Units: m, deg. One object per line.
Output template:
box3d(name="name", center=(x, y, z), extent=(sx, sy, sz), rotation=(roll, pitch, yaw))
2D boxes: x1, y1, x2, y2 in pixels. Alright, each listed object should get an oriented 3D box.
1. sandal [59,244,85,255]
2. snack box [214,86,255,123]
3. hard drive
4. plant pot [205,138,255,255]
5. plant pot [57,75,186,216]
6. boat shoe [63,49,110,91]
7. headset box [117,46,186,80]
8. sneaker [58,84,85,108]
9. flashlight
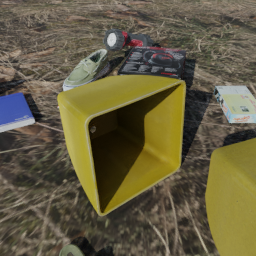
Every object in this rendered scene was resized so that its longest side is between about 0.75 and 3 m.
box3d(name="sandal", center=(-0.771, 2.499, 4.779), extent=(0.546, 0.392, 1.375), rotation=(-29, 45, -34))
box3d(name="snack box", center=(3.697, -0.837, 9.408), extent=(1.109, 0.354, 1.909), rotation=(0, 36, 0))
box3d(name="hard drive", center=(-3.861, -0.555, 9.125), extent=(1.207, 0.232, 1.829), rotation=(-17, 39, -22))
box3d(name="plant pot", center=(2.631, 1.341, 4.950), extent=(2.261, 2.246, 2.313), rotation=(-12, 33, -16))
box3d(name="plant pot", center=(-0.346, 0.031, 6.575), extent=(2.446, 2.446, 2.158), rotation=(-25, 38, -30))
box3d(name="boat shoe", center=(-1.623, -2.258, 10.910), extent=(1.030, 0.888, 2.862), rotation=(13, 38, 18))
box3d(name="headset box", center=(1.008, -2.149, 10.582), extent=(2.163, 1.091, 2.910), rotation=(8, 37, 11))
box3d(name="sneaker", center=(-1.535, -0.789, 8.763), extent=(1.239, 0.716, 0.485), rotation=(-34, 17, 20))
box3d(name="flashlight", center=(0.115, -3.733, 12.382), extent=(2.684, 0.909, 0.912), rotation=(-7, 61, -50))
